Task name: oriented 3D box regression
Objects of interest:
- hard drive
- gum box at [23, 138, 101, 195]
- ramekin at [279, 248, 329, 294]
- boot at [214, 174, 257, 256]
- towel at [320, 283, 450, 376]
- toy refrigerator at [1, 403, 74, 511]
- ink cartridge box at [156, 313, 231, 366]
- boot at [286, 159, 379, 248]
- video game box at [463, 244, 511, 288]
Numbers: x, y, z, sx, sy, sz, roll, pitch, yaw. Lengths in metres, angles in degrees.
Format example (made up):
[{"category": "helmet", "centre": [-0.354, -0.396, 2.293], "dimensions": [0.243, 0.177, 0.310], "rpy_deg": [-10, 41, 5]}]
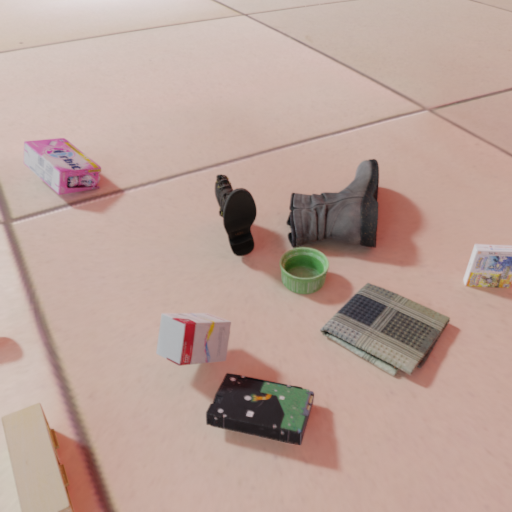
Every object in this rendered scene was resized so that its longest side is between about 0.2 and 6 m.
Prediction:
[{"category": "hard drive", "centre": [0.076, 2.139, 7.905], "dimensions": [1.354, 0.256, 0.946], "rpy_deg": [7, 27, 13]}, {"category": "gum box", "centre": [-4.382, -2.037, 12.684], "dimensions": [0.996, 0.580, 1.755], "rpy_deg": [-18, 44, -43]}, {"category": "ramekin", "centre": [0.869, 0.287, 10.212], "dimensions": [0.895, 0.437, 0.895], "rpy_deg": [0, 39, 0]}, {"category": "boot", "centre": [-0.509, -1.010, 10.696], "dimensions": [0.621, 1.794, 1.562], "rpy_deg": [-13, 52, -11]}, {"category": "towel", "centre": [2.170, 1.200, 9.303], "dimensions": [1.661, 0.287, 1.599], "rpy_deg": [25, 42, 30]}, {"category": "toy refrigerator", "centre": [-2.731, 2.724, 7.103], "dimensions": [0.574, 0.623, 1.642], "rpy_deg": [-19, 43, -22]}, {"category": "ink cartridge box", "centre": [-0.932, 1.235, 8.451], "dimensions": [0.893, 0.646, 0.649], "rpy_deg": [4, 5, -42]}, {"category": "boot", "centre": [1.607, -1.211, 11.699], "dimensions": [1.848, 0.980, 2.807], "rpy_deg": [2, 35, 11]}, {"category": "video game box", "centre": [4.214, 0.188, 9.981], "dimensions": [0.810, 0.889, 0.208], "rpy_deg": [3, 41, 5]}]
